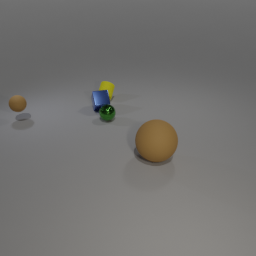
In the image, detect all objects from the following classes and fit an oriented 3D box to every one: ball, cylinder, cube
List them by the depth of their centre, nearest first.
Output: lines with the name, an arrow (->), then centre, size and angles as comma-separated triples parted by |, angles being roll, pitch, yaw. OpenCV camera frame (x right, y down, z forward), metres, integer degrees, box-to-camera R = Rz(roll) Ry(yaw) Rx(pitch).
ball -> 0.935, 0.416, 9.202 | 1.400, 1.400, 1.400 | 0, 29, 0
ball -> -4.565, -1.006, 11.596 | 0.700, 0.700, 0.700 | 0, 29, 0
ball -> -0.870, -0.652, 11.849 | 0.700, 0.700, 0.700 | 0, 29, 0
cube -> -1.243, -1.252, 12.697 | 0.700, 0.700, 0.700 | -8, -15, -15
cylinder -> -1.071, -1.832, 13.750 | 0.700, 0.700, 0.700 | 10, 73, 17
